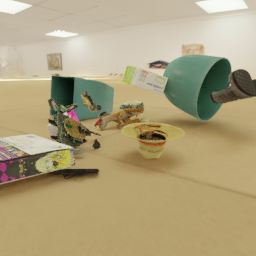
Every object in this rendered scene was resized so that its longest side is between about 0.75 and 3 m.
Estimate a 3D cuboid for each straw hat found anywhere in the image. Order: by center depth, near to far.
[{"bbox_3d":[0.648,0.420,7.573,1.793,0.759,1.793,1,15,0],"label":"straw hat"}]

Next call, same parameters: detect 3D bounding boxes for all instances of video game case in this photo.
[{"bbox_3d":[-2.980,0.685,6.546,2.516,0.497,2.775,-10,11,-37],"label":"video game case"}]

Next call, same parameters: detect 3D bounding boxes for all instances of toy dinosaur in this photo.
[{"bbox_3d":[0.007,-0.542,11.343,1.502,0.854,2.828,6,14,41],"label":"toy dinosaur"}]

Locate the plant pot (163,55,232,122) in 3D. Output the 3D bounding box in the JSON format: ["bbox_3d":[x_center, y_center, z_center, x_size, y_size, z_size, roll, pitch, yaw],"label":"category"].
[{"bbox_3d":[2.674,-1.844,11.595,2.090,2.605,2.605,27,28,36],"label":"plant pot"}]

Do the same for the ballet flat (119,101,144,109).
[{"bbox_3d":[0.202,-1.265,15.243,1.407,0.522,0.522,3,14,13],"label":"ballet flat"}]

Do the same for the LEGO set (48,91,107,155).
[{"bbox_3d":[-1.580,-0.031,8.387,0.831,1.904,2.932,-36,-3,26],"label":"LEGO set"}]

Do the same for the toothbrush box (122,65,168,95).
[{"bbox_3d":[0.652,-1.994,11.571,1.285,0.760,1.765,16,10,-20],"label":"toothbrush box"}]

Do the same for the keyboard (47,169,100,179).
[{"bbox_3d":[-1.266,1.041,6.377,1.193,0.236,0.621,-1,-10,0],"label":"keyboard"}]

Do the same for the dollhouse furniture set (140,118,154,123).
[{"bbox_3d":[0.420,-0.121,10.471,0.738,0.464,0.835,-9,16,-34],"label":"dollhouse furniture set"}]

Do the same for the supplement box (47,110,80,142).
[{"bbox_3d":[-2.052,-0.057,9.212,0.713,0.728,1.408,-25,12,4],"label":"supplement box"}]

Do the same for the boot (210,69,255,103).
[{"bbox_3d":[3.514,-1.239,9.578,1.569,0.832,2.384,-15,-16,39],"label":"boot"}]

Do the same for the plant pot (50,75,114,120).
[{"bbox_3d":[-2.006,-1.394,13.209,1.858,1.859,2.631,13,11,43],"label":"plant pot"}]
